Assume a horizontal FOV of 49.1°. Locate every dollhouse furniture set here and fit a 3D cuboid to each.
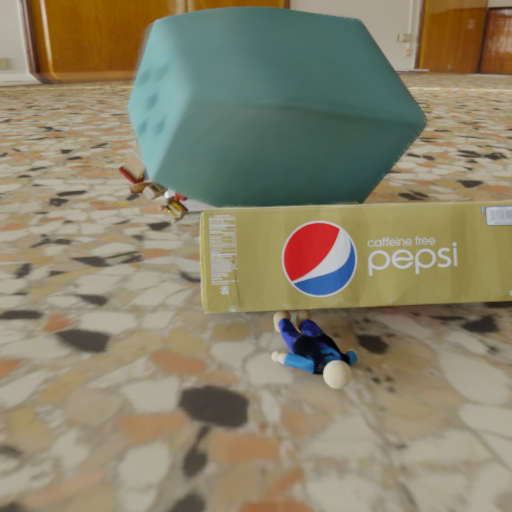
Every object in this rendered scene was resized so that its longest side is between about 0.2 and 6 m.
[{"bbox_3d":[-1.807,-1.529,10.912,1.601,0.862,0.651,44,30,3],"label":"dollhouse furniture set"}]

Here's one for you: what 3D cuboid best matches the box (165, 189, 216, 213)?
[{"bbox_3d":[-1.358,-1.321,12.238,1.217,0.307,1.687,-3,22,-12],"label":"box"}]

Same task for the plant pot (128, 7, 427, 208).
[{"bbox_3d":[0.078,-1.971,7.803,3.244,2.293,2.292,-1,55,-32],"label":"plant pot"}]

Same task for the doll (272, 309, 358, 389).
[{"bbox_3d":[0.655,1.091,6.483,1.019,0.362,1.494,-1,20,-20],"label":"doll"}]

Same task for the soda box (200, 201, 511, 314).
[{"bbox_3d":[1.296,0.011,7.374,4.040,1.293,1.368,-1,-2,-4],"label":"soda box"}]

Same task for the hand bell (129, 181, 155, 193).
[{"bbox_3d":[-2.314,-1.720,13.113,1.328,0.692,0.692,-17,26,-11],"label":"hand bell"}]
